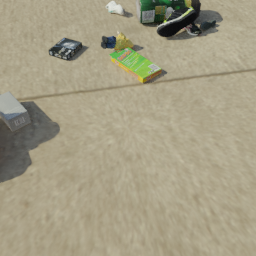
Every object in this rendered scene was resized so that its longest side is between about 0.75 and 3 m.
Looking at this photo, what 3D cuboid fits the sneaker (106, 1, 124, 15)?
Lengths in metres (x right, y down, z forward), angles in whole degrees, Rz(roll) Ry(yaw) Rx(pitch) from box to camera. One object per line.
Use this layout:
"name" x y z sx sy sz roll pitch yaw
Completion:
"sneaker" -0.630 -5.440 12.901 0.532 0.452 1.201 -31 47 -10

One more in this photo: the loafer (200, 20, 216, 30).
"loafer" 3.374 -4.420 12.015 0.968 0.348 0.305 -25 36 -30

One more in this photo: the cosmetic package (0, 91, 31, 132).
"cosmetic package" -3.469 -0.508 8.272 0.638 0.539 1.194 -31 52 -26

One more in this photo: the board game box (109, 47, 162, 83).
"board game box" 0.221 -2.330 10.101 0.912 0.286 1.909 -31 57 -26

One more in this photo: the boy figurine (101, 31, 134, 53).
"boy figurine" -0.356 -3.270 10.632 1.313 0.816 0.423 -12 35 -34

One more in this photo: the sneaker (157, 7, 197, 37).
"sneaker" 1.905 -4.362 11.425 1.893 0.679 0.784 -28 57 -9

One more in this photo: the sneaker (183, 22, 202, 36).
"sneaker" 2.639 -4.284 11.734 0.450 0.483 1.120 -29 54 -24

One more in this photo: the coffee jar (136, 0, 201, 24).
"coffee jar" 1.741 -5.319 12.227 2.694 1.150 1.405 -5 48 -5

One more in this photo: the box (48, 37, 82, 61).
"box" -2.398 -3.049 10.776 0.850 0.231 1.061 21 51 18
